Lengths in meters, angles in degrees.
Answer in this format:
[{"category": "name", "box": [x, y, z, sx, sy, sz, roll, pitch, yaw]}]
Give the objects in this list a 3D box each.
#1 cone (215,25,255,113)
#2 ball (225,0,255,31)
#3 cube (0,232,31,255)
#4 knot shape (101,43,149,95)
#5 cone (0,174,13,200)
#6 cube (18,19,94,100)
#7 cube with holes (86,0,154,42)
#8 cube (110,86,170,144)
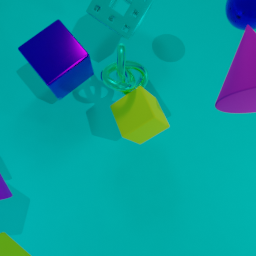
[{"category": "cone", "box": [2.212, -1.167, 4.935, 1.463, 1.463, 1.468, -2, 76, -1]}, {"category": "ball", "box": [2.689, -2.693, 6.182, 1.028, 1.028, 1.028, 0, 75, 0]}, {"category": "cube", "box": [-1.907, 2.306, 3.783, 1.057, 1.057, 1.057, 28, 105, 22]}, {"category": "knot shape", "box": [-0.008, -1.222, 6.465, 0.577, 1.168, 1.249, -12, 56, 40]}, {"category": "cone", "box": [-3.180, 0.791, 5.872, 1.397, 1.397, 1.403, -3, 84, -1]}, {"category": "cube", "box": [-1.740, -1.666, 7.065, 1.218, 1.218, 1.218, -39, 82, -8]}, {"category": "cube with holes", "box": [-0.159, -3.130, 7.238, 1.231, 1.231, 1.231, 32, 104, -8]}, {"category": "cube", "box": [0.285, -0.275, 6.636, 0.898, 0.898, 0.898, -32, 63, 19]}]
